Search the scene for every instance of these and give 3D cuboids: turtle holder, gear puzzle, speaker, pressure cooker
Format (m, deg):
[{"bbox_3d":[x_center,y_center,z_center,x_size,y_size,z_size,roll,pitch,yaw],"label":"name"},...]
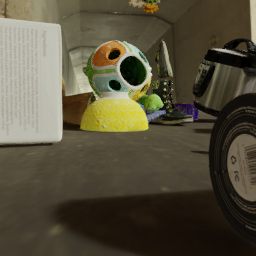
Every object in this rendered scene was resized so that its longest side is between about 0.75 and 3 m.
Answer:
[{"bbox_3d":[-0.121,-1.457,8.685,1.897,2.497,1.773,-24,16,-21],"label":"turtle holder"},{"bbox_3d":[0.337,-3.078,6.499,0.728,1.406,0.184,-12,-35,-5],"label":"gear puzzle"},{"bbox_3d":[1.612,0.177,1.721,2.041,0.829,0.829,-1,6,-14],"label":"speaker"},{"bbox_3d":[3.868,-1.871,10.377,2.459,2.795,2.497,26,25,36],"label":"pressure cooker"}]

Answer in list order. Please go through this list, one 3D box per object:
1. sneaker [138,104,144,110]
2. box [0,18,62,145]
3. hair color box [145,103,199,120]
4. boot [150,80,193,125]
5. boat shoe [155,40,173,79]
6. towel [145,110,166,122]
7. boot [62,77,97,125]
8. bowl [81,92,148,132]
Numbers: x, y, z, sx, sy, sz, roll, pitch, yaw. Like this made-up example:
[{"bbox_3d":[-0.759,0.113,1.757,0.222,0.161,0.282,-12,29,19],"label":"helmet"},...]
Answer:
[{"bbox_3d":[0.110,-0.920,14.058,1.262,0.910,2.402,14,11,-1],"label":"sneaker"},{"bbox_3d":[-2.276,-0.802,5.350,1.781,2.080,2.069,0,4,-21],"label":"box"},{"bbox_3d":[1.881,-0.764,12.201,2.196,0.712,1.200,1,6,7],"label":"hair color box"},{"bbox_3d":[1.355,-0.857,9.205,0.698,1.461,1.935,-3,6,-29],"label":"boot"},{"bbox_3d":[1.243,-2.555,10.335,0.513,1.705,0.608,-14,-33,14],"label":"boat shoe"},{"bbox_3d":[0.569,-0.312,8.926,1.120,0.134,0.811,-27,18,-34],"label":"towel"},{"bbox_3d":[-1.896,-1.036,9.459,2.166,1.897,0.716,0,-2,40],"label":"boot"},{"bbox_3d":[-0.369,-0.479,7.712,1.877,1.010,1.877,1,6,0],"label":"bowl"}]
